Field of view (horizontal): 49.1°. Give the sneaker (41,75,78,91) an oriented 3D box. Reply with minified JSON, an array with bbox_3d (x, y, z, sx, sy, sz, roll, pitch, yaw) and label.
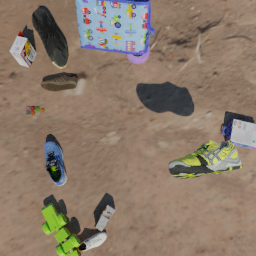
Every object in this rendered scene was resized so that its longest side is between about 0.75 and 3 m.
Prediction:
[{"bbox_3d":[-2.887,-1.927,11.848,1.531,0.539,0.578,0,53,0],"label":"sneaker"}]

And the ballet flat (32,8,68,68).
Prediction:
[{"bbox_3d":[-3.368,-3.876,12.280,0.958,0.819,2.884,-21,82,-27],"label":"ballet flat"}]

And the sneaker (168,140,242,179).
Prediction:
[{"bbox_3d":[2.143,0.880,8.034,2.466,0.930,0.942,-2,73,-30],"label":"sneaker"}]

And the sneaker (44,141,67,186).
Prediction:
[{"bbox_3d":[-2.827,1.309,10.796,0.708,0.803,1.802,-20,76,-5],"label":"sneaker"}]

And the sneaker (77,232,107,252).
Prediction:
[{"bbox_3d":[-1.304,4.195,10.225,1.167,0.494,0.425,-28,76,-8],"label":"sneaker"}]

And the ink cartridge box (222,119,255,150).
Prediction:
[{"bbox_3d":[4.527,0.228,11.201,1.408,0.537,0.960,14,76,2],"label":"ink cartridge box"}]

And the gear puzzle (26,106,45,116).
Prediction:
[{"bbox_3d":[-3.864,-0.722,11.668,0.812,0.106,0.420,1,76,0],"label":"gear puzzle"}]

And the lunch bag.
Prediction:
[{"bbox_3d":[-0.340,-3.633,9.728,2.636,1.984,1.240,18,51,14],"label":"lunch bag"}]

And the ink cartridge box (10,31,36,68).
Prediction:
[{"bbox_3d":[-4.332,-3.294,11.769,0.492,1.173,1.029,18,76,4],"label":"ink cartridge box"}]

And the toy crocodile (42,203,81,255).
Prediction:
[{"bbox_3d":[-2.417,3.866,10.250,0.809,0.740,2.398,-36,74,-7],"label":"toy crocodile"}]

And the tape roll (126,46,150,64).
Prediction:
[{"bbox_3d":[0.423,-3.337,12.219,1.016,0.333,1.016,0,76,-1],"label":"tape roll"}]

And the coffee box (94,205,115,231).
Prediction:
[{"bbox_3d":[-0.856,3.347,10.429,0.356,0.504,0.891,32,77,8],"label":"coffee box"}]
